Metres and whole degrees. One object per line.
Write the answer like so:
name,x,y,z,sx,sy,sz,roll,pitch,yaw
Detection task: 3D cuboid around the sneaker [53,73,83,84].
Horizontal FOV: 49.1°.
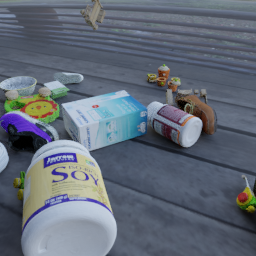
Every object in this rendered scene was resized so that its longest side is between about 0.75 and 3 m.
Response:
sneaker,-3.113,-2.612,14.622,1.531,0.585,0.616,6,20,2

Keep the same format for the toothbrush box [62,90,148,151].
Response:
toothbrush box,-0.863,-0.329,10.282,2.616,1.116,1.915,-16,35,-22

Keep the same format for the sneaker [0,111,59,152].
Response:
sneaker,-3.758,0.181,9.675,2.525,0.878,1.256,16,36,23

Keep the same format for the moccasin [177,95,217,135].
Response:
moccasin,2.588,-0.566,10.763,1.071,1.015,2.775,-7,33,-7

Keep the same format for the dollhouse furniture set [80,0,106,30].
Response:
dollhouse furniture set,-1.712,-5.008,11.809,0.884,1.035,1.996,21,-1,8

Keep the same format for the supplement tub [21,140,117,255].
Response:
supplement tub,-1.408,1.620,6.392,1.866,1.866,2.566,-8,33,-13

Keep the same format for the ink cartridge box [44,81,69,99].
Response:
ink cartridge box,-3.363,-1.760,13.252,0.734,0.419,1.413,-21,37,-30

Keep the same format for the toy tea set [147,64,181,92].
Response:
toy tea set,1.969,-2.627,14.290,1.287,0.801,2.165,-21,37,-30

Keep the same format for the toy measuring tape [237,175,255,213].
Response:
toy measuring tape,3.110,1.790,7.511,0.486,0.486,1.321,4,28,6

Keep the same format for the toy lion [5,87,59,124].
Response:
toy lion,-3.970,-0.808,11.590,2.183,0.749,2.092,-6,40,-9

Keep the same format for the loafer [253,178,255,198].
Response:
loafer,3.622,1.959,6.816,0.775,0.874,2.300,2,31,14

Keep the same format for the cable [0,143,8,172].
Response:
cable,-4.632,1.014,8.579,1.757,0.608,1.757,15,35,22

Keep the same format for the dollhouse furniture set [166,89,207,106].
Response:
dollhouse furniture set,2.498,-1.187,12.192,1.682,0.872,0.745,-2,72,-3

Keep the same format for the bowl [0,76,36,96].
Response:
bowl,-4.994,-1.744,12.915,1.597,0.750,1.597,1,31,0

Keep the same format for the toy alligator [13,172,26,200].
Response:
toy alligator,-2.644,1.846,7.469,0.563,0.408,1.698,9,29,-42

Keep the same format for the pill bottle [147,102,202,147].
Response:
pill bottle,1.554,-0.189,10.063,1.112,1.112,1.947,-24,39,-34
